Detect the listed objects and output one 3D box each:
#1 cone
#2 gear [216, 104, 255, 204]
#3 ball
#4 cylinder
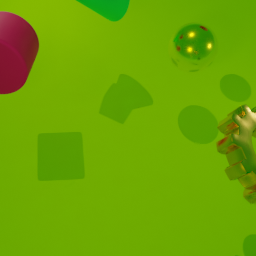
[{"bbox_3d":[-0.882,-3.140,6.497,1.348,1.343,1.343,-21,65,-36],"label":"cone"},{"bbox_3d":[1.686,0.346,3.450,1.332,0.246,1.332,15,56,-24],"label":"gear"},{"bbox_3d":[1.544,-1.903,6.683,1.164,1.164,1.164,0,66,0],"label":"ball"},{"bbox_3d":[-2.600,-1.558,5.794,1.269,1.269,1.269,-3,42,-1],"label":"cylinder"}]
